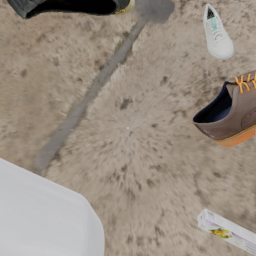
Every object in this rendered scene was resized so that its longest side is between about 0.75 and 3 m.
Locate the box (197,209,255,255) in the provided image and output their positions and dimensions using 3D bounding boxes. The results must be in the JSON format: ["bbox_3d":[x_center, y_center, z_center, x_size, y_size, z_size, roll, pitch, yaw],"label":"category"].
[{"bbox_3d":[1.162,1.166,3.087,0.836,0.162,0.173,27,30,-5],"label":"box"}]

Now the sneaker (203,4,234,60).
[{"bbox_3d":[1.625,-1.804,5.225,0.436,0.513,1.160,-20,62,15],"label":"sneaker"}]

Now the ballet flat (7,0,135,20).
[{"bbox_3d":[-0.921,-2.332,5.273,2.921,0.971,0.830,-19,89,-45],"label":"ballet flat"}]

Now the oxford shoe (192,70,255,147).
[{"bbox_3d":[2.119,-0.553,4.431,0.913,2.505,0.893,24,41,-27],"label":"oxford shoe"}]

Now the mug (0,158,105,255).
[{"bbox_3d":[-1.651,1.546,3.288,2.251,2.743,2.196,21,38,-19],"label":"mug"}]
